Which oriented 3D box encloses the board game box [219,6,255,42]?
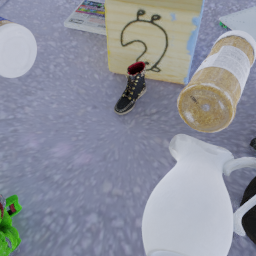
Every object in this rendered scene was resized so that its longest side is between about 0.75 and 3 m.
[{"bbox_3d":[4.789,-3.755,10.431,2.036,0.263,2.037,-22,55,-16],"label":"board game box"}]

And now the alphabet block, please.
[{"bbox_3d":[0.886,-3.160,8.586,2.535,2.476,2.489,11,51,9],"label":"alphabet block"}]

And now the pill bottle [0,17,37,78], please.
[{"bbox_3d":[-2.782,-1.755,5.538,1.830,1.015,1.015,27,57,25],"label":"pill bottle"}]

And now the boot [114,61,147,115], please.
[{"bbox_3d":[0.076,-1.127,7.854,0.519,1.067,1.417,31,58,22],"label":"boot"}]

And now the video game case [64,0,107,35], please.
[{"bbox_3d":[-1.139,-4.312,10.882,2.072,0.238,1.888,15,53,11],"label":"video game case"}]

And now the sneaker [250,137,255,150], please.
[{"bbox_3d":[4.034,-0.174,7.166,1.090,0.999,2.603,37,59,21],"label":"sneaker"}]

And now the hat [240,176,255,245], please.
[{"bbox_3d":[3.326,1.742,5.656,0.777,1.926,1.926,23,41,-37],"label":"hat"}]

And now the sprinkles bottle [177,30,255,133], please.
[{"bbox_3d":[1.744,-0.984,5.160,0.908,0.908,2.660,22,42,16],"label":"sprinkles bottle"}]

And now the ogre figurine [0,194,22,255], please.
[{"bbox_3d":[-2.752,1.648,5.463,2.364,1.417,1.160,24,60,20],"label":"ogre figurine"}]

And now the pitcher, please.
[{"bbox_3d":[1.583,1.462,5.447,2.292,1.620,2.672,5,43,23],"label":"pitcher"}]
